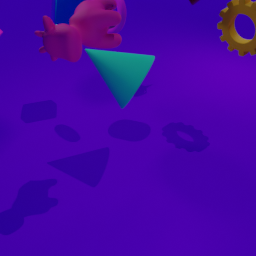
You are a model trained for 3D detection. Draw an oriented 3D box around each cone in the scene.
[{"bbox_3d":[-0.371,-1.423,6.469,1.434,1.429,1.429,31,40,-8],"label":"cone"}]

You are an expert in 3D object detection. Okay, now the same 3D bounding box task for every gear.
[{"bbox_3d":[2.989,-2.586,7.188,0.270,1.461,1.461,-34,49,-23],"label":"gear"}]

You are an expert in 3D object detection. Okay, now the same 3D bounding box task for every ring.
[{"bbox_3d":[-0.451,-2.955,7.191,0.217,1.083,1.083,-21,42,-41],"label":"ring"}]

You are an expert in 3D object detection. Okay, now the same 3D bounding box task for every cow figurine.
[{"bbox_3d":[-0.852,-1.775,4.981,1.459,0.814,1.483,-6,46,-6],"label":"cow figurine"}]

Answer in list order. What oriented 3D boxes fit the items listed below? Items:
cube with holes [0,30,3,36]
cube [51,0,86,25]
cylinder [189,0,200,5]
[{"bbox_3d":[-3.983,-2.254,6.988,0.973,0.973,0.973,-21,36,44],"label":"cube with holes"},{"bbox_3d":[-1.753,-3.317,8.259,0.905,0.905,0.905,2,7,-22],"label":"cube"},{"bbox_3d":[1.765,-3.755,7.001,0.926,0.926,0.926,-31,32,23],"label":"cylinder"}]
